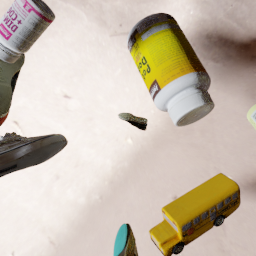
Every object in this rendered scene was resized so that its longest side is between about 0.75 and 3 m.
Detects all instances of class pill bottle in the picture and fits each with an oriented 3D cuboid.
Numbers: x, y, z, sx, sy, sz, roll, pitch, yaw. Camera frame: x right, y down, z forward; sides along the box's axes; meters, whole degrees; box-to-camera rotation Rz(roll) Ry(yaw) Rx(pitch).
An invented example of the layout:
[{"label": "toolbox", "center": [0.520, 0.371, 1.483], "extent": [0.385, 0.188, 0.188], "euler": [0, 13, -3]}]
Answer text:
[{"label": "pill bottle", "center": [1.060, -1.414, 6.935], "extent": [1.446, 1.446, 2.646], "euler": [-21, 69, -5]}, {"label": "pill bottle", "center": [-2.085, -1.930, 5.436], "extent": [1.288, 0.730, 0.730], "euler": [-43, 79, 16]}]

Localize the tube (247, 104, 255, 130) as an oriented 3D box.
[{"label": "tube", "center": [2.760, 0.328, 4.823], "extent": [0.516, 0.577, 1.989], "euler": [-34, 39, 17]}]

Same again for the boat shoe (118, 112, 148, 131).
[{"label": "boat shoe", "center": [0.100, -0.165, 6.946], "extent": [0.860, 0.291, 0.309], "euler": [21, 41, 30]}]

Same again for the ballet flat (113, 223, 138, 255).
[{"label": "ballet flat", "center": [-0.039, 2.854, 6.037], "extent": [0.620, 1.754, 0.620], "euler": [2, 115, 5]}]

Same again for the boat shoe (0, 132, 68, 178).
[{"label": "boat shoe", "center": [-2.296, 0.428, 5.521], "extent": [2.265, 0.833, 0.740], "euler": [-19, 66, -40]}]

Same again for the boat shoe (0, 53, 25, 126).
[{"label": "boat shoe", "center": [-2.987, -1.087, 6.422], "extent": [0.941, 0.827, 2.643], "euler": [14, 49, -29]}]

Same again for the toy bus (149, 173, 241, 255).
[{"label": "toy bus", "center": [1.496, 1.922, 6.295], "extent": [2.157, 0.702, 0.844], "euler": [-25, 122, -17]}]
